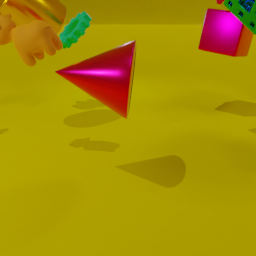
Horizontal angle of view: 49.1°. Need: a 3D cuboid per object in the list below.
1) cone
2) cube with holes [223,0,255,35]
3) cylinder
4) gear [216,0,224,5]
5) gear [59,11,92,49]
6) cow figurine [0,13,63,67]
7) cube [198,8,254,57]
[{"bbox_3d":[-0.579,-0.864,4.675,1.296,1.291,1.291,7,23,2],"label":"cone"},{"bbox_3d":[2.654,-2.666,5.392,0.977,0.977,0.977,-33,71,-8],"label":"cube with holes"},{"bbox_3d":[-2.453,-2.905,6.924,1.346,1.346,1.346,33,-4,-42],"label":"cylinder"},{"bbox_3d":[2.608,-3.616,6.865,1.269,1.269,0.235,2,63,6],"label":"gear"},{"bbox_3d":[-1.934,-3.504,10.042,0.274,1.480,1.480,38,-3,-36],"label":"gear"},{"bbox_3d":[-1.995,-1.809,5.352,1.209,1.190,0.664,-17,28,29],"label":"cow figurine"},{"bbox_3d":[2.948,-2.793,8.261,1.160,1.160,1.160,24,26,33],"label":"cube"}]
